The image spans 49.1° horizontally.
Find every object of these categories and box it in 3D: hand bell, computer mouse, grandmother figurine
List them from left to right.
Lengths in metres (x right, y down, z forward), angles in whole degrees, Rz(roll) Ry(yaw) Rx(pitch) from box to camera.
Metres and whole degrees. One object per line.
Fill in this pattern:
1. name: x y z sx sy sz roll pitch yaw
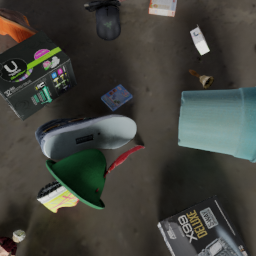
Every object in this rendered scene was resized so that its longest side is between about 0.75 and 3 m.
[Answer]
1. grandmother figurine: -3.170 3.105 7.209 1.172 0.355 0.711 -42 97 -22
2. computer mouse: -0.872 -4.356 10.940 1.510 0.575 2.180 -9 63 -6
3. hand bell: 2.482 -1.798 9.782 0.479 0.479 0.921 -35 54 -17

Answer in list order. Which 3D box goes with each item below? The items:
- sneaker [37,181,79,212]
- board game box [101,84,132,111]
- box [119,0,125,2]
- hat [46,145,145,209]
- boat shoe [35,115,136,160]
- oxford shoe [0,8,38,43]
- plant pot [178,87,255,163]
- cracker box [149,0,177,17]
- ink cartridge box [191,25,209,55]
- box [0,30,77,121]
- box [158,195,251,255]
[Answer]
1. sneaker: -1.479 1.696 7.652 1.836 0.829 0.718 -24 23 3
2. board game box: -0.381 -1.033 9.444 0.850 0.156 0.643 -37 68 -17
3. box: 0.018 -4.260 7.807 0.828 0.998 0.819 -32 89 -24
4. hat: -0.735 0.716 7.390 1.912 2.308 2.032 40 85 -3
5. boat shoe: -1.256 0.054 8.406 2.907 1.029 1.320 -11 24 -28
6. oxford shoe: -4.046 -3.859 10.484 2.775 0.989 1.011 30 62 15
7. plant pot: 2.560 -0.204 8.033 2.128 2.172 2.172 5 62 11
8. cracker box: 1.417 -4.945 11.399 1.059 0.306 0.709 9 63 6
9. ink cartridge box: 2.125 -2.644 8.364 0.279 0.486 0.829 -25 48 24
10. box: -3.107 -1.698 9.092 2.256 1.402 1.676 -39 69 -17
11. box: 2.000 3.072 7.076 1.723 0.544 2.185 -21 65 -10
